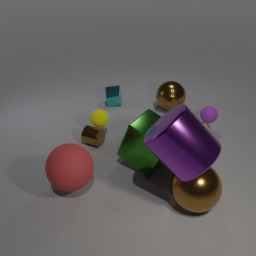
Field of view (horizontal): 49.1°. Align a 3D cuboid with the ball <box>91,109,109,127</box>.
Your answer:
[{"bbox_3d":[-1.109,-0.379,11.011,0.700,0.700,0.700,0,31,0],"label":"ball"}]

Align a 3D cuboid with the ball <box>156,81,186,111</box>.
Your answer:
[{"bbox_3d":[1.998,-1.490,13.077,1.400,1.400,1.400,0,31,0],"label":"ball"}]

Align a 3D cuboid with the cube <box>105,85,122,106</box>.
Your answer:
[{"bbox_3d":[-0.688,-1.555,13.610,0.700,0.700,0.700,-7,59,2],"label":"cube"}]

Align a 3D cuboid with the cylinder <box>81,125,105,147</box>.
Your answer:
[{"bbox_3d":[-1.333,0.301,10.773,0.700,0.700,0.700,14,33,22],"label":"cylinder"}]

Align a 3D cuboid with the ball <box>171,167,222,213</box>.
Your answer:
[{"bbox_3d":[1.897,1.638,7.818,1.400,1.400,1.400,0,31,0],"label":"ball"}]

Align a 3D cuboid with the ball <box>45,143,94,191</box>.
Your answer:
[{"bbox_3d":[-1.700,1.142,8.204,1.400,1.400,1.400,0,31,0],"label":"ball"}]

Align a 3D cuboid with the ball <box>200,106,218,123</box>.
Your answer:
[{"bbox_3d":[3.301,-0.544,11.415,0.700,0.700,0.700,0,31,0],"label":"ball"}]

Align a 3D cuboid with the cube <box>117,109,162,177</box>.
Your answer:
[{"bbox_3d":[0.711,0.483,9.407,1.400,1.400,1.400,34,41,14],"label":"cube"}]

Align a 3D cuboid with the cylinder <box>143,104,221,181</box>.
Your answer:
[{"bbox_3d":[1.341,0.364,7.029,1.400,1.400,1.400,46,35,-8],"label":"cylinder"}]

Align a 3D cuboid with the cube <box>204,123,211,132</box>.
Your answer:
[{"bbox_3d":[2.141,0.365,8.698,0.700,0.700,0.700,-32,3,-27],"label":"cube"}]
